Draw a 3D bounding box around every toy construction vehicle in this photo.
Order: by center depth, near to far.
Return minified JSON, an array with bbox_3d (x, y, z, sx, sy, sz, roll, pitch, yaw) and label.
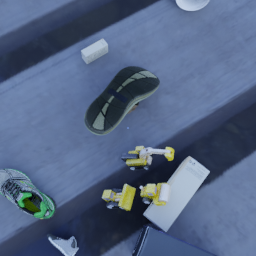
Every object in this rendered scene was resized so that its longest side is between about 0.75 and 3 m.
[{"bbox_3d":[0.217,1.197,6.853,1.798,0.633,1.565,-8,51,39],"label":"toy construction vehicle"}]

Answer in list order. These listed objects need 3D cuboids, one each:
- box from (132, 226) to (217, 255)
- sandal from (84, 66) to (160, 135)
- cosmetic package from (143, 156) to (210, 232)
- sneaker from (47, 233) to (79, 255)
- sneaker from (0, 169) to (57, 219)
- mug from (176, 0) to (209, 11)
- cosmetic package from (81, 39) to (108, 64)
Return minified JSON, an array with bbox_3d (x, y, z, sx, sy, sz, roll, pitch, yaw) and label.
[{"bbox_3d":[1.236,2.990,6.240,2.160,1.525,0.852,22,75,6],"label":"box"},{"bbox_3d":[-0.199,-0.789,7.702,1.095,0.787,2.757,40,61,11],"label":"sandal"},{"bbox_3d":[1.177,1.640,6.969,0.653,0.925,1.787,39,76,11],"label":"cosmetic package"},{"bbox_3d":[-1.568,2.799,6.965,0.837,0.314,0.483,43,73,1],"label":"sneaker"},{"bbox_3d":[-2.664,1.594,7.039,1.896,0.808,0.740,29,75,9],"label":"sneaker"},{"bbox_3d":[1.894,-4.515,8.859,1.416,1.045,1.241,-6,65,30],"label":"mug"},{"bbox_3d":[-0.993,-2.297,8.400,0.786,0.407,0.287,-33,75,-14],"label":"cosmetic package"}]
